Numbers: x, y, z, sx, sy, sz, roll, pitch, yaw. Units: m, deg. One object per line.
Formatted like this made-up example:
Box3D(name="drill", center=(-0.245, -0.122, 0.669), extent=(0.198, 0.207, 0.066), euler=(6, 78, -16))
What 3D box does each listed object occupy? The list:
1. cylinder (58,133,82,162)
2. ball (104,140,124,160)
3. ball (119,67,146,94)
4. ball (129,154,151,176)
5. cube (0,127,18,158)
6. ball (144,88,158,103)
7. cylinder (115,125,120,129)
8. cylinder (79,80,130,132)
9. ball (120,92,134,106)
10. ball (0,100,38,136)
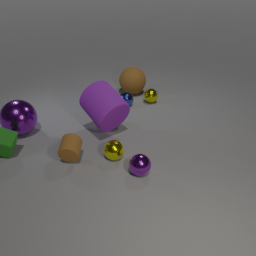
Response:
Box3D(name="cylinder", center=(-1.923, 0.654, 9.344), extent=(0.700, 0.700, 0.700), euler=(2, 46, 3))
Box3D(name="ball", center=(-0.479, 0.749, 9.550), extent=(0.700, 0.700, 0.700), euler=(0, 29, 0))
Box3D(name="ball", center=(0.240, -2.477, 14.594), extent=(1.400, 1.400, 1.400), euler=(0, 29, 0))
Box3D(name="ball", center=(0.380, 1.156, 8.804), extent=(0.700, 0.700, 0.700), euler=(0, 29, 0))
Box3D(name="cube", center=(-4.277, 0.500, 9.634), extent=(0.700, 0.700, 0.700), euler=(18, 43, -13))
Box3D(name="ball", center=(1.131, -1.592, 13.777), extent=(0.700, 0.700, 0.700), euler=(0, 29, 0))
Box3D(name="cylinder", center=(-0.705, -0.396, 11.619), extent=(0.700, 0.700, 0.700), euler=(-9, 30, -16))
Box3D(name="cylinder", center=(-0.880, -0.828, 10.530), extent=(1.400, 1.400, 1.400), euler=(-23, 60, -35))
Box3D(name="ball", center=(-0.085, -1.375, 13.398), extent=(0.700, 0.700, 0.700), euler=(0, 29, 0))
Box3D(name="ball", center=(-4.256, -0.403, 10.907), extent=(1.400, 1.400, 1.400), euler=(0, 29, 0))
